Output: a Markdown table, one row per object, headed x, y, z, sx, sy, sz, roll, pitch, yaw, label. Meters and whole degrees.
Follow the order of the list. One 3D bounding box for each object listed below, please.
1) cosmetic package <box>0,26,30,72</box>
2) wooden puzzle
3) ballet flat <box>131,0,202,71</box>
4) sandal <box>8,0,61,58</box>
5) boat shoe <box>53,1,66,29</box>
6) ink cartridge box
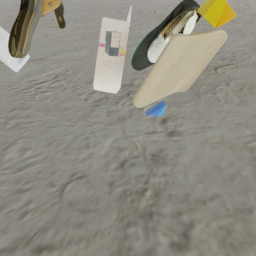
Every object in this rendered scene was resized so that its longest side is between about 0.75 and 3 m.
| x | y | z | sx | sy | sz | roll | pitch | yaw | label |
| --- | --- | --- | --- | --- | --- | --- | --- | --- | --- |
| -2.673 | -1.779 | 5.549 | 1.348 | 0.685 | 0.499 | 38 | 80 | -4 | cosmetic package |
| 0.861 | -1.040 | 4.661 | 0.287 | 2.453 | 1.655 | 50 | 36 | 18 | wooden puzzle |
| 1.033 | -2.391 | 7.384 | 0.808 | 2.376 | 0.813 | 33 | 12 | -44 | ballet flat |
| -1.086 | -1.572 | 3.540 | 0.415 | 1.522 | 0.622 | 16 | -1 | -39 | sandal |
| -2.110 | -3.449 | 8.371 | 0.332 | 0.927 | 0.353 | -25 | 56 | -24 | boat shoe |
| -0.382 | -1.812 | 6.511 | 0.624 | 1.854 | 1.086 | 9 | 0 | -6 | ink cartridge box |
